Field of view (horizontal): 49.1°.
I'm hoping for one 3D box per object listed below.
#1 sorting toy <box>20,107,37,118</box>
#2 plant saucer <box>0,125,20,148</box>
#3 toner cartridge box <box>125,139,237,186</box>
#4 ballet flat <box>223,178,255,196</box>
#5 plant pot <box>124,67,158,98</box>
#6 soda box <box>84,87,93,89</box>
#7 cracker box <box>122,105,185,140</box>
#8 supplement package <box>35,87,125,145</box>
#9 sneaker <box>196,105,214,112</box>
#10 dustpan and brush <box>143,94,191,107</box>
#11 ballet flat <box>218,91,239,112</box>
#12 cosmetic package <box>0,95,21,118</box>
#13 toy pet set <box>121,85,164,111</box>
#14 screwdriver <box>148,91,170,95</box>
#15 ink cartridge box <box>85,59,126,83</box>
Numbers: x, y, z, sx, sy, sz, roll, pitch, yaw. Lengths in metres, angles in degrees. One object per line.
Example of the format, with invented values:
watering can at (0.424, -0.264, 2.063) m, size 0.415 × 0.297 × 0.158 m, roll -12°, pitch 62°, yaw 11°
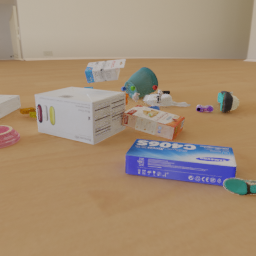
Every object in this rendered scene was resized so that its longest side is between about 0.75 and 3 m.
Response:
sorting toy at (-3.109, -0.919, 12.483) m, size 2.157 × 0.388 × 2.895 m, roll 21°, pitch 26°, yaw 39°
plant saucer at (-4.400, 0.259, 9.220) m, size 1.564 × 0.396 × 1.564 m, roll -1°, pitch 18°, yaw 0°
toner cartridge box at (1.332, 0.825, 7.188) m, size 2.605 × 0.562 × 1.237 m, roll 5°, pitch 19°, yaw 14°
ballet flat at (2.612, 1.314, 6.192) m, size 1.047 × 0.396 × 0.335 m, roll 6°, pitch -11°, yaw 6°
plant pot at (0.648, -2.427, 15.847) m, size 1.474 × 1.569 × 1.569 m, roll -35°, pitch 35°, yaw -31°
soda box at (-2.192, -1.921, 15.695) m, size 0.553 × 0.523 × 1.629 m, roll -3°, pitch 18°, yaw -8°
cracker box at (0.935, -0.245, 10.096) m, size 1.929 × 0.556 × 1.292 m, roll 16°, pitch 23°, yaw 20°
supplement package at (-1.662, -0.557, 10.023) m, size 2.550 × 1.414 × 1.986 m, roll 10°, pitch 20°, yaw 29°
sneaker at (3.487, -0.855, 12.820) m, size 0.834 × 0.335 × 0.369 m, roll 8°, pitch 26°, yaw 36°
dustpan and brush at (1.948, -1.303, 13.909) m, size 2.263 × 0.648 × 1.579 m, roll -4°, pitch 17°, yaw 11°
ballet flat at (4.799, -1.309, 13.316) m, size 0.945 × 0.945 × 2.588 m, roll 4°, pitch 16°, yaw 13°
cosmetic package at (-6.269, -0.928, 12.381) m, size 1.990 × 0.682 × 2.640 m, roll -1°, pitch 18°, yaw 4°
toy pet set at (0.724, -1.015, 11.161) m, size 1.641 × 1.532 × 0.872 m, roll -7°, pitch 0°, yaw -22°
screwdriver at (1.591, -2.011, 16.471) m, size 1.887 × 0.263 × 0.274 m, roll -7°, pitch -9°, yaw -16°
ink cartridge box at (-0.739, -2.006, 9.809) m, size 1.365 × 0.463 × 0.792 m, roll -4°, pitch 36°, yaw 9°
